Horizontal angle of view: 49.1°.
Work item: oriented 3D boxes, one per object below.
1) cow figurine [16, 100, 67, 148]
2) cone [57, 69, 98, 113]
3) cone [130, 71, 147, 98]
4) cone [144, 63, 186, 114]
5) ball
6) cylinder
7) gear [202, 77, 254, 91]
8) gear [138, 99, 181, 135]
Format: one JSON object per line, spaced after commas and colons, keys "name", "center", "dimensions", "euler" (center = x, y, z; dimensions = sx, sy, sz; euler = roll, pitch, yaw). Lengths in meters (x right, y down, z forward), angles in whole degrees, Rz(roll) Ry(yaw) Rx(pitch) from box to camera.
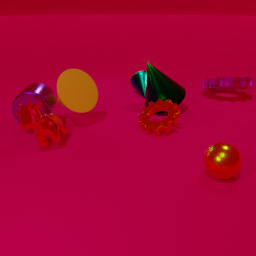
{"name": "cow figurine", "center": [-2.281, -0.179, 7.495], "dimensions": [0.759, 1.361, 1.383], "euler": [-19, 17, 14]}
{"name": "cone", "center": [-1.963, -1.006, 9.187], "dimensions": [1.421, 1.421, 1.426], "euler": [-23, 3, -41]}
{"name": "cone", "center": [0.683, -1.617, 11.784], "dimensions": [1.118, 1.118, 1.122], "euler": [-2, 51, -4]}
{"name": "cone", "center": [1.004, -1.621, 9.777], "dimensions": [1.603, 1.609, 1.603], "euler": [-20, 38, 16]}
{"name": "ball", "center": [2.109, 0.730, 6.257], "dimensions": [0.818, 0.818, 0.818], "euler": [0, 24, 0]}
{"name": "cylinder", "center": [-2.827, -0.716, 8.534], "dimensions": [1.100, 1.100, 1.100], "euler": [-2, 24, -4]}
{"name": "gear", "center": [4.092, -1.803, 11.526], "dimensions": [2.006, 0.371, 2.006], "euler": [0, 3, 0]}
{"name": "gear", "center": [0.957, -0.363, 8.611], "dimensions": [1.263, 0.234, 1.263], "euler": [-13, 47, 14]}
